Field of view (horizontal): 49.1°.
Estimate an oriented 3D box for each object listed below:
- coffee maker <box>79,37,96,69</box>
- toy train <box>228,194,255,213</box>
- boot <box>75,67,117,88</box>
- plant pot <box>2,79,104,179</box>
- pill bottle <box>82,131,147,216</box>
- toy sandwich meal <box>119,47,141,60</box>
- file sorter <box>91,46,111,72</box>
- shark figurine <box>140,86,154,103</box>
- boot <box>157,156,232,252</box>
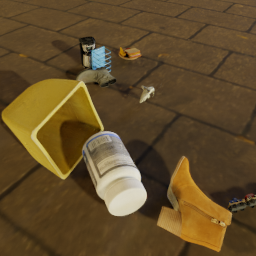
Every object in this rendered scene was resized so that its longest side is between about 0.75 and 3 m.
[{"bbox_3d":[-2.176,-4.045,14.790,0.953,1.415,1.359,-29,49,-30],"label":"coffee maker"},{"bbox_3d":[3.764,2.172,8.461,1.777,0.303,0.407,-11,39,-13],"label":"toy train"},{"bbox_3d":[-1.536,-2.353,13.512,1.788,0.605,1.168,-23,51,-22],"label":"boot"},{"bbox_3d":[-2.732,-0.213,9.472,2.453,2.398,2.382,19,57,29],"label":"plant pot"},{"bbox_3d":[-0.446,1.343,8.583,1.384,1.384,2.432,-15,43,-16],"label":"pill bottle"},{"bbox_3d":[0.104,-4.288,15.793,1.365,0.468,1.365,0,41,0],"label":"toy sandwich meal"},{"bbox_3d":[-1.326,-3.405,14.282,0.798,1.150,0.705,-31,53,-31],"label":"file sorter"},{"bbox_3d":[0.845,-1.673,12.250,0.565,0.809,1.355,34,33,10],"label":"shark figurine"},{"bbox_3d":[2.067,2.123,8.189,1.886,0.927,2.635,17,47,11],"label":"boot"}]
